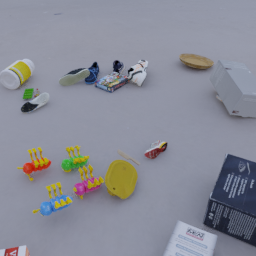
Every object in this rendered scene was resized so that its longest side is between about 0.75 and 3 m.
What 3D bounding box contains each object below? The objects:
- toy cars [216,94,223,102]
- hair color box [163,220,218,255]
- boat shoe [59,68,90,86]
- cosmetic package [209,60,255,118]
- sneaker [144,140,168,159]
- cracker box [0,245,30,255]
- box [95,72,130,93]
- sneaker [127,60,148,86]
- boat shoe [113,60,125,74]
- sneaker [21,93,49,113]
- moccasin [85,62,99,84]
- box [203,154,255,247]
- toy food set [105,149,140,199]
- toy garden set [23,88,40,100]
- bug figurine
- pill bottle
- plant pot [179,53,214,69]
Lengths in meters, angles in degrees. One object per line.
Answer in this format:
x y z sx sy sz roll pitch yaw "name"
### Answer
4.524 -1.714 13.437 0.829 0.409 1.849 15 41 -1 "toy cars"
1.253 3.241 6.356 1.029 0.630 2.079 16 40 21 "hair color box"
-2.801 -2.697 14.430 1.641 0.613 0.544 -26 43 -2 "boat shoe"
4.879 -1.783 12.419 1.482 1.251 2.775 4 40 -16 "cosmetic package"
0.943 0.762 10.039 0.454 0.430 1.106 23 32 35 "sneaker"
-3.425 3.609 5.727 2.642 0.762 1.769 -7 36 -10 "cracker box"
-0.790 -2.376 14.432 1.070 0.295 1.566 23 42 29 "box"
0.503 -3.096 14.762 0.915 0.843 2.287 24 34 -10 "sneaker"
-0.513 -3.537 15.674 0.582 0.723 1.560 4 36 5 "boat shoe"
-4.130 -1.066 12.563 1.430 0.518 0.514 -38 80 -26 "sneaker"
-1.981 -3.000 15.007 0.744 0.631 1.849 1 36 1 "moccasin"
3.352 1.973 7.631 2.013 1.182 1.980 18 39 23 "box"
-0.242 1.569 8.855 0.984 0.546 1.672 28 40 -3 "toy food set"
-4.607 -1.629 13.511 0.785 0.188 0.941 -7 36 -6 "toy garden set"
-2.037 1.547 8.624 2.253 0.747 2.905 -13 33 -27 "bug figurine"
-5.633 -2.858 14.448 1.054 1.054 1.894 8 37 11 "pill bottle"
3.955 -3.882 16.330 2.058 0.283 2.058 7 31 -4 "plant pot"
